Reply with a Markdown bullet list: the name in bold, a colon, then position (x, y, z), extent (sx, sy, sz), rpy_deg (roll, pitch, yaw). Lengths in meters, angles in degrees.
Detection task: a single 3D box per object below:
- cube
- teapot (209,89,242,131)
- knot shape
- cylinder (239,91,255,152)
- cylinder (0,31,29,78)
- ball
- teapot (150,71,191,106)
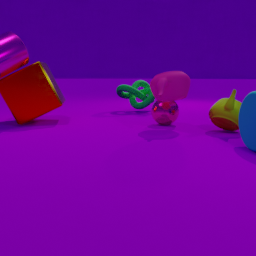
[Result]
- **cube**: position (-2.884, -1.080, 8.534), extent (1.398, 1.398, 1.398), rpy_deg (-26, 13, -3)
- **teapot**: position (2.571, -0.417, 7.108), extent (0.942, 0.742, 1.515), rpy_deg (20, -17, 22)
- **knot shape**: position (0.501, -1.372, 11.120), extent (1.682, 0.777, 1.574), rpy_deg (24, 30, 29)
- **cylinder**: position (2.930, -0.137, 5.372), extent (1.150, 1.150, 1.150), rpy_deg (-2, 11, -5)
- **cylinder**: position (-3.355, -1.953, 7.522), extent (0.971, 0.971, 0.971), rpy_deg (10, 42, 43)
- **ball**: position (1.083, -0.482, 8.164), extent (0.807, 0.807, 0.807), rpy_deg (0, 11, 0)
- **teapot**: position (1.086, -0.992, 7.239), extent (1.053, 0.830, 1.694), rpy_deg (-9, -4, 28)
